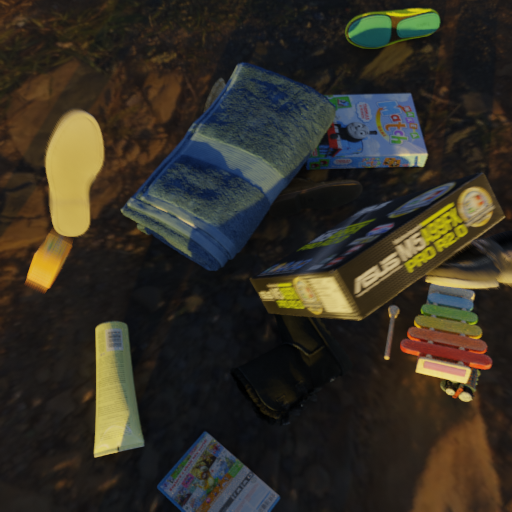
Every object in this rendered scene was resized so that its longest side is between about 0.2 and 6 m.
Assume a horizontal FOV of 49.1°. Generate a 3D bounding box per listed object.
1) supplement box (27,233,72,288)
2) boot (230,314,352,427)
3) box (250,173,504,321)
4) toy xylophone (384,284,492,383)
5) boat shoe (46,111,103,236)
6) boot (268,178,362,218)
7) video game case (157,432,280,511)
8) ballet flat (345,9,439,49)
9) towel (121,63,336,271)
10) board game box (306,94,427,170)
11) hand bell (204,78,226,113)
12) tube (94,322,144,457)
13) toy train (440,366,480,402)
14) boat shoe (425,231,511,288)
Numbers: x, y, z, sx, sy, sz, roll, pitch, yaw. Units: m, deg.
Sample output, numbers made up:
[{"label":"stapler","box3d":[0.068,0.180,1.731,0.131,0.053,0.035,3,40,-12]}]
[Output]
[{"label":"supplement box","box3d":[-2.650,0.078,7.155,0.347,1.007,0.335,30,60,-12]},{"label":"boot","box3d":[0.389,1.714,9.870,1.835,0.829,2.240,-31,66,-18]},{"label":"box","box3d":[1.454,-0.050,7.793,2.407,3.004,0.665,-32,96,-17]},{"label":"toy xylophone","box3d":[3.135,1.352,9.866,1.657,0.569,2.264,6,35,9]},{"label":"boat shoe","box3d":[-3.042,-1.423,9.246,0.841,2.314,0.726,1,40,-23]},{"label":"boot","box3d":[1.216,-1.426,11.959,2.054,0.756,0.775,-9,51,-2]},{"label":"video game case","box3d":[-0.602,3.768,8.922,1.614,0.144,1.155,35,64,20]},{"label":"ballet flat","box3d":[3.544,-6.150,15.013,2.717,0.908,0.911,-11,36,-10]},{"label":"towel","box3d":[-0.453,-1.989,11.659,2.556,1.111,4.577,28,68,22]},{"label":"board game box","box3d":[2.424,-2.920,13.034,2.668,0.488,2.018,-1,57,-2]},{"label":"hand bell","box3d":[-0.183,-3.336,13.261,1.892,0.985,0.985,26,60,1]},{"label":"tube","box3d":[-2.453,2.260,9.708,0.580,0.648,2.233,13,52,-37]},{"label":"toy train","box3d":[3.586,2.080,9.764,0.569,0.426,0.999,25,42,10]},{"label":"boat shoe","box3d":[3.049,0.000,7.657,0.903,2.702,0.770,4,93,41]}]
